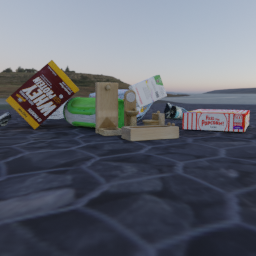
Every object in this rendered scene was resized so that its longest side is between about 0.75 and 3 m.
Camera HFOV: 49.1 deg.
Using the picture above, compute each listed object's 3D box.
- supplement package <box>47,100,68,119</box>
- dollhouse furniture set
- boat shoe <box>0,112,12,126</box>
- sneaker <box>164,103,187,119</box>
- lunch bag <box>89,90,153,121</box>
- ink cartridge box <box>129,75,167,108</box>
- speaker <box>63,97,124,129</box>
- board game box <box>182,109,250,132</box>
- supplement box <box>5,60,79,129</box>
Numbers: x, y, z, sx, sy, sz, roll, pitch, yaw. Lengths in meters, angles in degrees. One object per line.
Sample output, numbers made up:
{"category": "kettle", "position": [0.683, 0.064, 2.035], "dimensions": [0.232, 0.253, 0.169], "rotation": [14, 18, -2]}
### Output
{"category": "supplement package", "position": [-4.127, -1.025, 15.162], "dimensions": [1.361, 0.969, 1.748], "rotation": [0, 7, 4]}
{"category": "dollhouse furniture set", "position": [0.204, -0.562, 8.179], "dimensions": [1.847, 1.582, 1.942], "rotation": [-3, 7, -22]}
{"category": "boat shoe", "position": [-4.953, -0.275, 11.126], "dimensions": [1.067, 0.364, 0.394], "rotation": [-24, 5, 30]}
{"category": "sneaker", "position": [2.532, -0.790, 14.896], "dimensions": [0.905, 0.814, 2.097], "rotation": [12, 9, -14]}
{"category": "lunch bag", "position": [-0.275, -1.090, 13.187], "dimensions": [2.400, 1.525, 2.035], "rotation": [-18, 19, -36]}
{"category": "ink cartridge box", "position": [0.786, -1.470, 11.198], "dimensions": [1.263, 0.914, 0.530], "rotation": [-24, 14, -12]}
{"category": "speaker", "position": [-1.220, -0.560, 10.210], "dimensions": [2.709, 1.198, 1.198], "rotation": [6, 9, 44]}
{"category": "board game box", "position": [3.337, -0.321, 10.350], "dimensions": [2.021, 0.618, 2.668], "rotation": [3, 7, 25]}
{"category": "supplement box", "position": [-3.153, -1.249, 10.619], "dimensions": [2.108, 1.399, 2.079], "rotation": [-43, 14, -6]}
